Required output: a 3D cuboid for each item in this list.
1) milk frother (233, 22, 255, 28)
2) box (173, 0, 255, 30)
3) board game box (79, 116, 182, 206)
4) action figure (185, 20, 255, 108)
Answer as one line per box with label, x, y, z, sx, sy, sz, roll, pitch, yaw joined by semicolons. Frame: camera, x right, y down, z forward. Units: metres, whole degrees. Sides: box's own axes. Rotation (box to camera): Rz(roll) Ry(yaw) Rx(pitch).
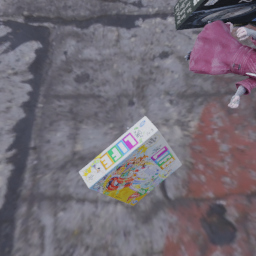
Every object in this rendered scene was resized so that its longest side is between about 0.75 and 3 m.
milk frother;2.116;-3.144;5.766;2.311;2.173;2.085;-9;56;-9
box;1.914;-2.284;4.759;1.771;2.211;0.481;-8;95;-6
board game box;0.173;0.672;4.725;1.267;1.884;0.322;-41;60;2
action figure;1.616;-0.922;4.015;1.476;0.989;1.099;34;33;32
